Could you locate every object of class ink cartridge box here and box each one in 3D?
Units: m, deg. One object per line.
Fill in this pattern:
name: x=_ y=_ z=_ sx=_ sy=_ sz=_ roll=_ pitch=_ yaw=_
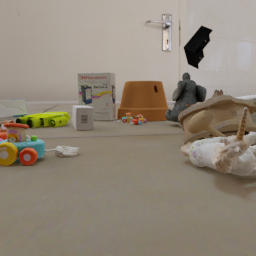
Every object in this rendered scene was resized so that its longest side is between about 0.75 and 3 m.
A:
ink cartridge box: x=-5.698 y=-0.694 z=12.694 sx=2.243 sy=0.748 sz=1.299 roll=-12 pitch=1 yaw=44
ink cartridge box: x=-1.624 y=-1.668 z=14.783 sx=1.810 sy=2.491 sz=1.090 roll=2 pitch=7 yaw=11

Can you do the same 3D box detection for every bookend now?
bookend: x=3.283 y=-3.668 z=12.840 sx=0.618 sy=1.333 sz=1.341 roll=36 pitch=-7 yaw=30

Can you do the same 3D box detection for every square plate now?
square plate: x=4.220 y=-0.406 z=8.649 sx=2.565 sy=0.368 sz=2.589 roll=23 pitch=-1 yaw=-9

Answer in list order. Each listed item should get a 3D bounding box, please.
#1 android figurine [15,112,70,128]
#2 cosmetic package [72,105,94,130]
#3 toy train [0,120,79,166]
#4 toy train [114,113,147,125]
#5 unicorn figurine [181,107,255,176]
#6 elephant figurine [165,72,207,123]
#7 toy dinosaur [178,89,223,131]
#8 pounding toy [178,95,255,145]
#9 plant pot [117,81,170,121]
android figurine: x=-3.669 y=-0.382 z=12.553 sx=2.210 sy=0.499 sz=2.428 roll=3 pitch=10 yaw=31
cosmetic package: x=-1.866 y=-0.448 z=11.466 sx=0.721 sy=0.914 sz=1.699 roll=-1 pitch=8 yaw=-15
toy train: x=-2.712 y=0.189 z=6.701 sx=2.952 sy=0.821 sz=2.217 roll=4 pitch=9 yaw=34
toy train: x=0.166 y=-0.453 z=13.304 sx=1.668 sy=0.464 sz=1.253 roll=7 pitch=10 yaw=42
unicorn figurine: x=1.821 y=0.442 z=4.929 sx=1.700 sy=0.914 sz=2.476 roll=0 pitch=-12 yaw=-24
elephant figurine: x=2.560 y=-1.400 z=12.221 sx=1.717 sy=2.426 sz=1.882 roll=8 pitch=3 yaw=-43
toy dinosaur: x=2.839 y=-0.476 z=10.777 sx=1.422 sy=2.098 sz=0.900 roll=4 pitch=48 yaw=-27
pounding toy: x=2.295 y=0.210 z=7.101 sx=2.761 sy=1.584 sz=1.579 roll=6 pitch=-26 yaw=-34
plant pot: x=0.851 y=-1.529 z=15.464 sx=2.968 sy=2.078 sz=2.968 roll=0 pitch=6 yaw=0
